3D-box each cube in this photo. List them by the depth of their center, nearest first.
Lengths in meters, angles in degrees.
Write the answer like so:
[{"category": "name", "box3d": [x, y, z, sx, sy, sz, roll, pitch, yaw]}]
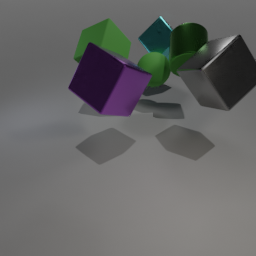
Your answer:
[{"category": "cube", "box3d": [-0.482, -1.270, 7.668, 1.400, 1.400, 1.400, 38, 19, 27]}, {"category": "cube", "box3d": [2.498, -1.494, 7.718, 1.400, 1.400, 1.400, -42, 19, -6]}, {"category": "cube", "box3d": [-0.921, -2.887, 10.413, 1.400, 1.400, 1.400, -8, 60, 36]}, {"category": "cube", "box3d": [1.597, -3.970, 12.942, 1.400, 1.400, 1.400, 55, 22, 14]}]

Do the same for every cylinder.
[{"category": "cylinder", "box3d": [2.190, -2.776, 10.096, 1.400, 1.400, 1.400, 3, 64, 5]}]

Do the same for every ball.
[{"category": "ball", "box3d": [1.055, -2.398, 11.513, 1.400, 1.400, 1.400, 0, 29, 0]}]
